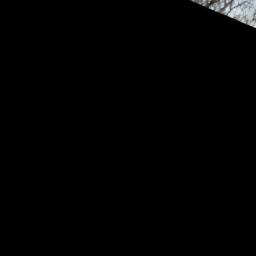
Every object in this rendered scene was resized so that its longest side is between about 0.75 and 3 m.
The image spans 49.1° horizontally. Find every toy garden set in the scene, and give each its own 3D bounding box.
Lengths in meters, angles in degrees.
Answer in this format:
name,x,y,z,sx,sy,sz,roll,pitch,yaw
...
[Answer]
name,x,y,z,sx,sy,sz,roll,pitch,yaw
toy garden set,0.828,0.544,0.781,2.316,0.554,2.778,25,4,26
